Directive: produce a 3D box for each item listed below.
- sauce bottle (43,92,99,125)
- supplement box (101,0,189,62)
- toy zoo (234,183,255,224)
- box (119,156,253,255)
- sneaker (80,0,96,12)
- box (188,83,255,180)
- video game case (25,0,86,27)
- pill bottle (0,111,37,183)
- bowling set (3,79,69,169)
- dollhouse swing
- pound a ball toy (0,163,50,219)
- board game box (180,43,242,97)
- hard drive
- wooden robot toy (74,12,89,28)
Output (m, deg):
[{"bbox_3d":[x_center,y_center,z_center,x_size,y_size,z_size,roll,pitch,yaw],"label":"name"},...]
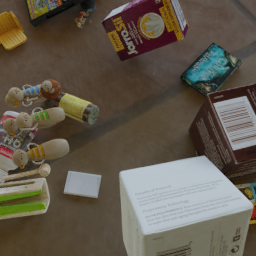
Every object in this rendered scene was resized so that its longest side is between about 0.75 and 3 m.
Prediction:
[{"bbox_3d":[-2.025,-0.789,9.371,2.208,0.714,0.714,24,68,20],"label":"sauce bottle"},{"bbox_3d":[0.605,-3.543,9.510,2.439,1.596,1.258,-14,32,30],"label":"supplement box"},{"bbox_3d":[3.866,2.250,8.461,1.786,0.183,1.171,-7,67,-3],"label":"toy zoo"},{"bbox_3d":[1.188,2.340,6.685,2.431,2.419,2.083,-10,28,-13],"label":"box"},{"bbox_3d":[-1.708,-5.470,11.446,0.629,0.704,1.719,-9,62,-4],"label":"sneaker"},{"bbox_3d":[3.224,0.221,8.095,2.015,2.454,2.036,-13,68,-6],"label":"box"},{"bbox_3d":[-3.066,-5.806,11.459,2.568,0.362,2.842,-22,68,9],"label":"video game case"},{"bbox_3d":[-3.742,0.594,8.656,1.129,1.129,2.039,18,68,8],"label":"pill bottle"},{"bbox_3d":[-2.740,-0.595,7.837,1.557,2.019,2.901,-14,54,-27],"label":"bowling set"},{"bbox_3d":[-4.581,-3.707,10.688,1.069,0.971,0.940,-34,50,-14],"label":"dollhouse swing"},{"bbox_3d":[-3.185,1.743,8.122,2.150,0.914,1.402,-8,108,-3],"label":"pound a ball toy"},{"bbox_3d":[3.070,-2.139,10.305,1.354,0.282,2.002,39,72,16],"label":"board game box"},{"bbox_3d":[-1.404,1.751,8.702,1.046,0.140,0.690,8,67,3],"label":"hard drive"},{"bbox_3d":[-1.957,-4.402,11.245,0.437,0.424,0.963,11,63,19],"label":"wooden robot toy"}]
